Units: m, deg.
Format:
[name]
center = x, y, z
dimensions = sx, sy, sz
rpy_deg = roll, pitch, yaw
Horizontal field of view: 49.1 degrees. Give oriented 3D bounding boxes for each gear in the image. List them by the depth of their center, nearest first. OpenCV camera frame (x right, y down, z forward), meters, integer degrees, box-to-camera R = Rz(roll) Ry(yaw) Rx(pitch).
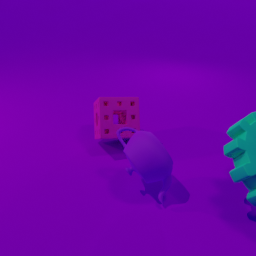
[gear]
center = 2.656, 0.622, 5.083
dimensions = 1.910, 0.353, 1.910
rpy_deg = 11, 58, -19

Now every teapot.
[teapot]
center = 0.364, 0.672, 5.520
dimensions = 0.847, 1.076, 1.730
rpy_deg = -36, 79, -5

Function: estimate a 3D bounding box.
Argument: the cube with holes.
[cube with holes]
center = -0.305, -0.221, 7.019
dimensions = 0.964, 0.964, 0.964
rpy_deg = -2, -3, -15
